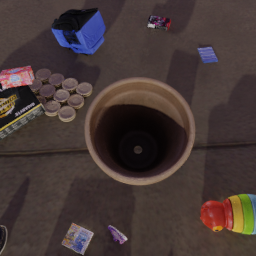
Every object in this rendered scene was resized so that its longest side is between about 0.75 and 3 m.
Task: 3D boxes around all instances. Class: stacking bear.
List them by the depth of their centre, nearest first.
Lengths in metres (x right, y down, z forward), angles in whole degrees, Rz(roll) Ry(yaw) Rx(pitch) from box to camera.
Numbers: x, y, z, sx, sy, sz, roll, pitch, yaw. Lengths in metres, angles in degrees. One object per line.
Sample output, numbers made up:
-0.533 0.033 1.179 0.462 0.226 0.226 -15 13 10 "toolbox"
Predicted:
3.635 2.887 9.265 2.407 1.462 1.369 -2 53 7 "stacking bear"

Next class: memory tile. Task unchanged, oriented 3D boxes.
-3.306 -1.523 12.622 2.951 0.248 2.262 21 60 13 "memory tile"

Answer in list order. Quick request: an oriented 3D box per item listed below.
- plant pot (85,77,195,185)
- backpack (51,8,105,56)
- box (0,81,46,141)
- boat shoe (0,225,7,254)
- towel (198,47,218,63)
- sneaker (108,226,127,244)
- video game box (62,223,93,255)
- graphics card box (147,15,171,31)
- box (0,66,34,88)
0.332 0.356 8.089 2.827 2.465 2.827 -1 70 2 "plant pot"
-2.476 -4.612 13.605 2.271 1.906 1.845 18 56 30 "backpack"
-5.241 -0.827 11.747 2.820 0.696 2.252 -35 63 -13 "box"
-4.413 3.920 9.015 0.589 0.481 1.596 11 58 7 "boat shoe"
4.007 -3.689 14.076 0.767 0.126 1.060 -8 58 -6 "towel"
-0.402 3.585 9.356 0.762 0.306 0.337 34 71 18 "sneaker"
-1.674 3.688 9.345 0.807 0.189 0.735 20 57 12 "video game box"
1.678 -5.718 15.262 1.193 0.303 0.748 13 59 9 "graphics card box"
-2.918 -1.342 7.372 0.778 0.371 0.388 -9 36 0 "box"
